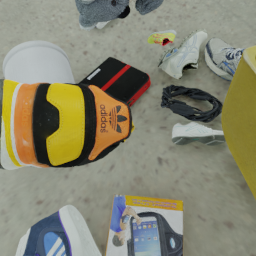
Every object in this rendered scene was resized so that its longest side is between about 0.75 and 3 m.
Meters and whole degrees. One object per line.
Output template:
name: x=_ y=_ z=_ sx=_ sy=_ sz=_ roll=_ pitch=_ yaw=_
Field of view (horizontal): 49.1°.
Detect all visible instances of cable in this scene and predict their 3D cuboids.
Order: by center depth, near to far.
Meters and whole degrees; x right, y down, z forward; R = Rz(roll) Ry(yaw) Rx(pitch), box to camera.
cable: x=1.737 y=-0.700 z=7.667 sx=1.685 sy=0.428 sz=1.375 roll=11 pitch=35 yaw=4

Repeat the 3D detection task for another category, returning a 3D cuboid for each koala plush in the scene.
koala plush: x=-0.370 y=-3.272 z=6.411 sx=2.016 sy=1.946 sz=2.194 roll=44 pitch=83 yaw=-3

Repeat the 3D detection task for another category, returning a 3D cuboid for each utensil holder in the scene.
utensil holder: x=-2.109 y=-0.839 z=7.076 sx=1.761 sy=1.761 sz=2.072 roll=-17 pitch=59 yaw=-11

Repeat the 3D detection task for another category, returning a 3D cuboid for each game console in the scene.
game console: x=-0.460 y=-1.224 z=8.248 sx=1.725 sy=0.303 sz=1.951 roll=29 pitch=60 yaw=23

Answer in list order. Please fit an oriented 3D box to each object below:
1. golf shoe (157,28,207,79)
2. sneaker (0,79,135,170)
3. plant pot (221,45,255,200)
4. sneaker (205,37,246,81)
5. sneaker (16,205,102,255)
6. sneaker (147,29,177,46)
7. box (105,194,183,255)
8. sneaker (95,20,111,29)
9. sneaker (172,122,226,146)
golf shoe: x=1.909 y=-2.271 z=8.782 sx=2.101 sy=0.823 sz=1.022 roll=-40 pitch=81 yaw=-18
sneaker: x=-0.579 y=0.047 z=3.511 sx=1.274 sy=2.832 sz=0.990 roll=1 pitch=88 yaw=-4
plant pot: x=3.540 y=0.231 z=5.449 sx=2.901 sy=2.987 sz=2.920 roll=-15 pitch=66 yaw=-10
sneaker: x=3.309 y=-1.906 z=8.120 sx=1.094 sy=1.209 sz=2.839 roll=-21 pitch=57 yaw=-14
sneaker: x=-1.309 y=2.624 z=5.023 sx=1.585 sy=0.872 sz=2.164 roll=-37 pitch=49 yaw=2
sneaker: x=0.824 y=-2.230 z=7.079 sx=0.800 sy=0.312 sz=0.361 roll=-3 pitch=71 yaw=38
box: x=0.302 y=2.601 z=5.423 sx=1.501 sy=0.523 sz=2.522 roll=4 pitch=54 yaw=3
sneaker: x=-1.047 y=-4.192 z=10.111 sx=0.965 sy=0.531 sz=1.317 roll=32 pitch=66 yaw=15
sneaker: x=1.845 y=0.101 z=7.162 sx=1.449 sy=0.510 sz=0.581 roll=3 pitch=52 yaw=3
